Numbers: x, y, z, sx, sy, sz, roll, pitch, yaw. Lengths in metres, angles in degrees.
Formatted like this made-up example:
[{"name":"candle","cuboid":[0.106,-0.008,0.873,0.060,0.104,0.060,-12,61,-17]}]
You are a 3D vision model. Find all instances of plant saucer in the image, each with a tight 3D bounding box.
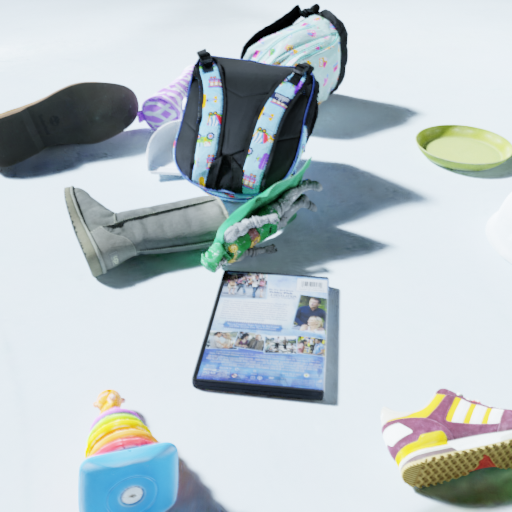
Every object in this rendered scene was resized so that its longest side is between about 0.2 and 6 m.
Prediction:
[{"name":"plant saucer","cuboid":[4.374,-2.270,11.899,1.993,0.310,1.993,0,35,0]}]

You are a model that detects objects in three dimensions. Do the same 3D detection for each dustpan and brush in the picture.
[{"name":"dustpan and brush","cuboid":[-1.423,-2.600,11.858,1.745,0.715,2.500,0,36,-10]}]

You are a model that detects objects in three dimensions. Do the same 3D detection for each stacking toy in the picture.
[{"name":"stacking toy","cuboid":[-1.423,1.888,5.735,0.915,0.865,1.577,-4,24,-23]}]

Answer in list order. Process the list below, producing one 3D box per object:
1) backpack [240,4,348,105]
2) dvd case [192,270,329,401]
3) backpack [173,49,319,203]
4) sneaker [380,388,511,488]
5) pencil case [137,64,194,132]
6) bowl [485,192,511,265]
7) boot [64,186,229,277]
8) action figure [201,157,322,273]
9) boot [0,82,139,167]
[{"name":"backpack","cuboid":[0.901,-4.522,13.537,2.816,2.350,1.782,-32,50,-29]},{"name":"dvd case","cuboid":[0.148,0.950,7.462,1.583,0.195,2.219,4,36,7]},{"name":"backpack","cuboid":[-0.204,-2.140,10.370,2.476,1.824,2.712,9,71,7]},{"name":"sneaker","cuboid":[2.298,1.742,5.873,1.962,0.735,0.884,-6,41,-10]},{"name":"pencil case","cuboid":[-1.829,-3.808,13.438,1.048,1.029,2.452,12,37,13]},{"name":"bowl","cuboid":[5.083,-0.638,8.904,2.514,1.130,2.514,0,35,0]},{"name":"boot","cuboid":[-1.783,-0.662,9.173,2.336,0.848,2.124,-22,54,-17]},{"name":"action figure","cuboid":[0.066,-0.454,8.771,0.653,1.411,2.388,39,58,25]},{"name":"boot","cuboid":[-4.380,-3.032,12.266,3.643,1.341,1.375,-25,31,-28]}]
